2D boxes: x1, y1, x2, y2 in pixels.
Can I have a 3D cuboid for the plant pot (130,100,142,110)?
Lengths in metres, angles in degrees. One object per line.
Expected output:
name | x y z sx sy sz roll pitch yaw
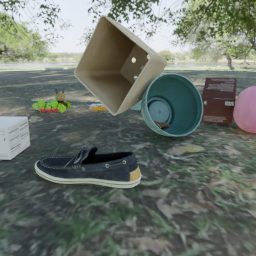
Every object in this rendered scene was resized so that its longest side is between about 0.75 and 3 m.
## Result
plant pot | 0.493 -1.354 15.599 0.819 0.549 0.819 0 15 0

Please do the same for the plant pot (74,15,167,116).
plant pot | -0.044 -2.311 10.672 2.559 2.562 2.268 45 30 21

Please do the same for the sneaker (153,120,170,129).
sneaker | 1.265 -0.063 10.999 0.800 0.282 0.302 12 50 -16

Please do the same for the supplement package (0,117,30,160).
supplement package | -4.287 0.271 8.814 1.838 1.019 1.431 0 15 5

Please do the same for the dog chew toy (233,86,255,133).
dog chew toy | 5.643 -0.527 10.569 2.995 1.865 1.865 17 22 29

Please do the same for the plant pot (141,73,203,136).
plant pot | 1.445 -0.739 10.779 2.336 2.336 1.565 -6 -7 -22

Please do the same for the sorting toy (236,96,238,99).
sorting toy | 5.885 -1.629 15.586 1.669 0.332 2.258 0 13 -29

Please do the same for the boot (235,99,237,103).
boot | 5.938 -1.354 15.696 1.348 0.491 1.048 7 17 29

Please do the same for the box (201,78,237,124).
box | 4.091 -1.257 12.596 1.387 1.373 1.672 6 44 21

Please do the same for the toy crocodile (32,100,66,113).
toy crocodile | -4.149 -1.084 14.707 1.871 0.578 0.632 2 -25 12

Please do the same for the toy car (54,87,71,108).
toy car | -3.817 -1.682 15.590 0.966 1.176 0.928 -11 19 -35

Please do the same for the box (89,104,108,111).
box | -1.556 -1.155 15.461 1.252 0.260 0.745 1 15 12

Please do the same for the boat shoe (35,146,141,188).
boat shoe | -1.026 0.883 6.984 2.748 0.855 1.025 3 17 14
